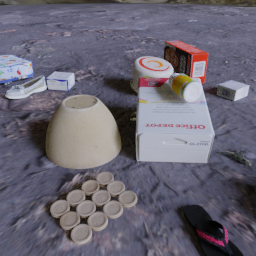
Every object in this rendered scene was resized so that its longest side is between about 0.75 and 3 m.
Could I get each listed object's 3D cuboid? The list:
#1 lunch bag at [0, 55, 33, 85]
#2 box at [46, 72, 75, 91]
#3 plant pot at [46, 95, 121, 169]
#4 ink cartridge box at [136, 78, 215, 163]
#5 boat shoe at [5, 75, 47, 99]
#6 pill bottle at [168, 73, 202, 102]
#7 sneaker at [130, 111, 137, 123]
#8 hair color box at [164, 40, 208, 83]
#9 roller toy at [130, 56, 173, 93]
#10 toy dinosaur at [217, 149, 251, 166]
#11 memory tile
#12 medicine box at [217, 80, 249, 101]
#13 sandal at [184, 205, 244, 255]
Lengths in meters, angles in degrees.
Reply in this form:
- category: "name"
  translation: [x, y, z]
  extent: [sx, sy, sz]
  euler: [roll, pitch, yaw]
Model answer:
- category: "lunch bag"
  translation: [-5.453, -2.709, 12.716]
  extent: [1.904, 0.898, 2.376]
  euler: [-23, 36, -39]
- category: "box"
  translation: [-2.804, -1.969, 11.753]
  extent: [0.879, 0.501, 0.956]
  euler: [5, 29, 7]
- category: "plant pot"
  translation: [-1.229, -0.079, 7.483]
  extent: [2.067, 1.388, 2.067]
  euler: [-1, 29, 0]
- category: "ink cartridge box"
  translation: [1.165, -0.301, 7.745]
  extent: [1.860, 1.057, 2.552]
  euler: [2, 42, 3]
- category: "boat shoe"
  translation: [-4.011, -1.601, 11.032]
  extent: [0.648, 0.563, 1.757]
  euler: [25, 38, 37]
- category: "pill bottle"
  translation: [1.460, -1.107, 7.368]
  extent: [0.540, 0.540, 0.972]
  euler: [-10, 32, -18]
- category: "sneaker"
  translation: [0.631, -0.430, 9.109]
  extent: [1.062, 0.401, 0.611]
  euler: [3, 31, 10]
- category: "hair color box"
  translation: [2.548, -3.071, 12.857]
  extent: [0.821, 1.360, 2.679]
  euler: [-9, 30, -15]
- category: "roller toy"
  translation: [0.927, -2.000, 11.084]
  extent: [1.723, 1.204, 1.572]
  euler: [-22, 48, -34]
- category: "toy dinosaur"
  translation: [2.838, 0.697, 7.319]
  extent: [0.894, 0.212, 0.394]
  euler: [23, 43, 40]
- category: "memory tile"
  translation: [-0.689, 1.538, 5.671]
  extent: [1.549, 0.130, 1.187]
  euler: [-30, 44, -31]
- category: "medicine box"
  translation: [4.086, -1.472, 10.905]
  extent: [0.900, 0.463, 0.820]
  euler: [-20, 35, -33]
- category: "sandal"
  translation: [1.489, 1.875, 5.039]
  extent: [0.583, 0.350, 1.552]
  euler: [-10, 31, -17]
